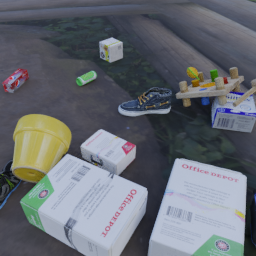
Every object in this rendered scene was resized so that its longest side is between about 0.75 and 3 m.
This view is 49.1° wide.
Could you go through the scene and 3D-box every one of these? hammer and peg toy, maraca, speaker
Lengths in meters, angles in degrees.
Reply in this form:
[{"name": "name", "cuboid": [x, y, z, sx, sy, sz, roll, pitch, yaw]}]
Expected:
[{"name": "hammer and peg toy", "cuboid": [3.617, -1.647, 11.009, 2.992, 1.055, 2.200, 1, 24, 42]}, {"name": "maraca", "cuboid": [2.783, -2.292, 11.884, 0.409, 0.764, 0.524, -42, 34, 18]}, {"name": "speaker", "cuboid": [-1.970, -2.366, 13.335, 0.443, 0.443, 1.001, 29, 48, 31]}]

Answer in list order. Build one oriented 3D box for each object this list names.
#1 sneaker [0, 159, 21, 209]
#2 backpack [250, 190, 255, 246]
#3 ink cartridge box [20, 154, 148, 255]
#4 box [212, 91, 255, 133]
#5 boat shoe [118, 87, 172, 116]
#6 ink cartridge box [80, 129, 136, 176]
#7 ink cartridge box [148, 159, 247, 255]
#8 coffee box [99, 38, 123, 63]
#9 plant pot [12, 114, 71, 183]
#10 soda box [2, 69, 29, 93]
[{"name": "sneaker", "cuboid": [-3.694, 1.595, 8.282, 0.650, 0.760, 1.835, 8, 40, 7]}, {"name": "backpack", "cuboid": [3.887, 2.436, 6.975, 1.524, 1.120, 1.394, 7, 39, 14]}, {"name": "ink cartridge box", "cuboid": [-1.077, 2.081, 7.403, 2.664, 1.120, 1.944, 20, 44, 23]}, {"name": "box", "cuboid": [4.102, -0.690, 10.986, 1.452, 0.828, 1.579, 8, 40, 9]}, {"name": "boat shoe", "cuboid": [0.690, -1.117, 11.375, 2.180, 0.989, 0.771, -4, 40, -5]}, {"name": "ink cartridge box", "cuboid": [-0.645, 0.796, 9.340, 1.499, 0.642, 1.107, 23, 45, 28]}, {"name": "ink cartridge box", "cuboid": [1.841, 2.248, 7.163, 1.977, 1.190, 2.720, 13, 43, 15]}, {"name": "coffee box", "cuboid": [-0.916, -4.232, 15.194, 0.917, 0.916, 0.907, -31, 49, -32]}, {"name": "plant pot", "cuboid": [-2.791, 0.738, 8.721, 1.759, 1.759, 1.655, 4, 55, 5]}, {"name": "soda box", "cuboid": [-5.234, -2.235, 13.115, 0.451, 0.498, 1.424, 9, 41, 11]}]
